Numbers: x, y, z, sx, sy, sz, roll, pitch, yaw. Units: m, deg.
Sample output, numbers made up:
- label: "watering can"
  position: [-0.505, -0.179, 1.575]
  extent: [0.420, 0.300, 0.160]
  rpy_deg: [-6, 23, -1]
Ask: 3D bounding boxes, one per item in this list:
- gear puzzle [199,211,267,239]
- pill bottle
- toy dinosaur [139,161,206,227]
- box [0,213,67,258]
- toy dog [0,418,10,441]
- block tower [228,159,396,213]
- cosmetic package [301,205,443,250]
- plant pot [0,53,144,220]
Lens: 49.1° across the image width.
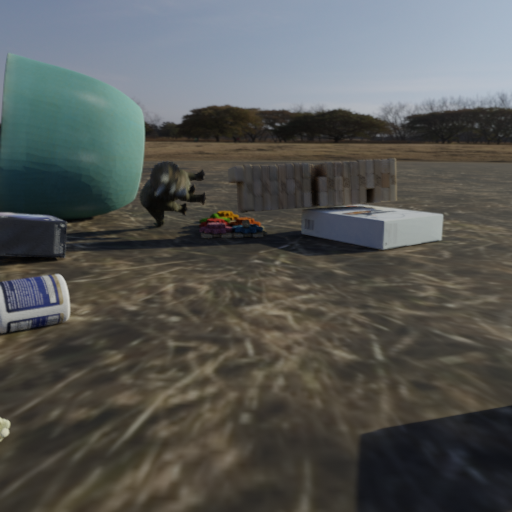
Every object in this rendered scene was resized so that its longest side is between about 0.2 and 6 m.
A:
- label: "gear puzzle"
  position: [-0.504, -0.700, 11.072]
  extent: [1.243, 0.314, 2.399]
  rpy_deg: [-1, 12, -6]
- label: "pill bottle"
  position: [-2.201, 0.451, 5.157]
  extent: [0.844, 0.469, 0.469]
  rpy_deg: [-8, 14, -33]
- label: "toy dinosaur"
  position: [-1.663, -1.199, 10.440]
  extent: [1.180, 0.888, 2.308]
  rpy_deg: [8, -14, -30]
- label: "box"
  position: [-3.353, -0.312, 8.227]
  extent: [0.921, 0.572, 0.929]
  rpy_deg: [1, 7, -31]
- label: "toy dog"
  position: [-1.569, 0.996, 3.134]
  extent: [0.334, 0.240, 0.344]
  rpy_deg: [-17, 17, -16]
- label: "block tower"
  position: [1.008, -1.261, 10.092]
  extent: [2.939, 0.849, 0.794]
  rpy_deg: [-3, 4, -12]
- label: "cosmetic package"
  position: [2.013, -0.559, 9.958]
  extent: [1.512, 0.518, 2.005]
  rpy_deg: [-6, 13, -36]
- label: "plant pot"
  position: [-3.955, -2.324, 12.084]
  extent: [2.748, 3.424, 3.424]
  rpy_deg: [4, 9, -22]
